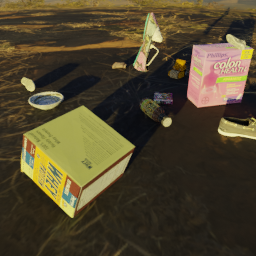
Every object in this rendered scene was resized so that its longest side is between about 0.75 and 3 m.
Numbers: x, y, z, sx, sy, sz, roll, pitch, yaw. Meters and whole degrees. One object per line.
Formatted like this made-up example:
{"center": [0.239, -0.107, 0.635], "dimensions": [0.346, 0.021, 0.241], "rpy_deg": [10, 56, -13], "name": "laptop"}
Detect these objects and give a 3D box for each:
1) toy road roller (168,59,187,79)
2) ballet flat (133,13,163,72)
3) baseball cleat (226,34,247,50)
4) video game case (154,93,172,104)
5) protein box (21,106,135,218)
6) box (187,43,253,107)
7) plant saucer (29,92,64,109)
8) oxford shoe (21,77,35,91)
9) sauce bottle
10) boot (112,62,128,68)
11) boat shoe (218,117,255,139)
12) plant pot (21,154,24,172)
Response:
{"center": [3.052, -3.603, 16.967], "dimensions": [0.797, 0.947, 1.297], "rpy_deg": [18, 35, 28], "name": "toy road roller"}
{"center": [0.959, -3.575, 11.986], "dimensions": [0.879, 2.469, 0.854], "rpy_deg": [23, 29, 9], "name": "ballet flat"}
{"center": [4.222, -3.362, 10.901], "dimensions": [0.850, 0.296, 0.452], "rpy_deg": [47, 55, 9], "name": "baseball cleat"}
{"center": [1.769, -1.503, 14.120], "dimensions": [0.928, 0.183, 1.024], "rpy_deg": [4, 30, 7], "name": "video game case"}
{"center": [-1.453, 0.861, 8.126], "dimensions": [2.201, 1.496, 2.218], "rpy_deg": [37, 43, 18], "name": "protein box"}
{"center": [4.313, -2.554, 13.419], "dimensions": [2.374, 2.699, 1.305], "rpy_deg": [-7, 30, -12], "name": "box"}
{"center": [-3.898, -1.256, 13.467], "dimensions": [1.633, 0.410, 1.633], "rpy_deg": [-1, 30, 0], "name": "plant saucer"}
{"center": [-5.401, -2.385, 15.405], "dimensions": [1.445, 0.417, 0.543], "rpy_deg": [34, 87, 41], "name": "oxford shoe"}
{"center": [1.207, -0.694, 12.243], "dimensions": [0.658, 0.658, 2.035], "rpy_deg": [-13, 31, -22], "name": "sauce bottle"}
{"center": [-0.495, -4.092, 18.453], "dimensions": [0.738, 0.354, 1.009], "rpy_deg": [21, 42, 19], "name": "boot"}
{"center": [4.748, -0.044, 11.139], "dimensions": [2.164, 0.647, 0.773], "rpy_deg": [4, 30, 7], "name": "boat shoe"}
{"center": [-2.991, 0.833, 9.150], "dimensions": [0.874, 0.900, 0.880], "rpy_deg": [-4, 12, -4], "name": "plant pot"}
